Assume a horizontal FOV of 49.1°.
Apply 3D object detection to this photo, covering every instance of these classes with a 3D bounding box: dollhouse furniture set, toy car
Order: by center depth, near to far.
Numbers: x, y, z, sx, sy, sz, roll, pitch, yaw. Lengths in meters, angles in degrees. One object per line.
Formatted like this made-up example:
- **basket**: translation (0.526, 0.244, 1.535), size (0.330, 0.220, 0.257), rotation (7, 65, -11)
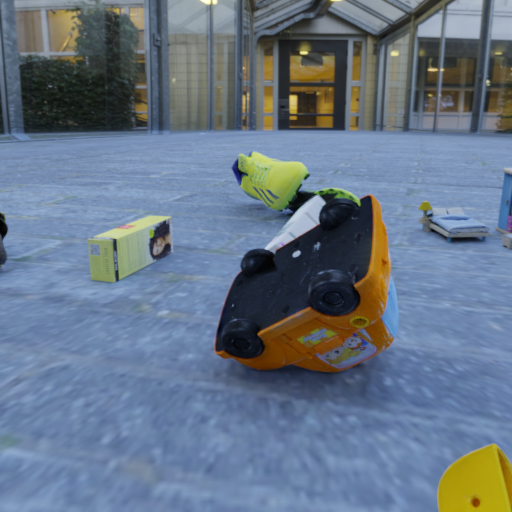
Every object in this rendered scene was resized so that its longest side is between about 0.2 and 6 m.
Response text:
- **toy car**: translation (0.726, 1.133, 4.171), size (1.359, 2.003, 4.084), rotation (40, 21, -24)
- **dollhouse furniture set**: translation (4.106, -0.893, 10.182), size (1.876, 1.224, 1.771), rotation (-1, 15, -3)

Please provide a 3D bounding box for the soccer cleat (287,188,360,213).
- **soccer cleat**: translation (1.499, -1.164, 12.257), size (1.775, 0.574, 0.742), rotation (6, -2, 31)

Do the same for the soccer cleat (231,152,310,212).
- **soccer cleat**: translation (0.168, -1.744, 12.307), size (1.347, 1.041, 3.221), rotation (37, -3, -16)

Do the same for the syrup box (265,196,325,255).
- **syrup box**: translation (0.568, -0.255, 7.321), size (1.109, 0.452, 0.437), rotation (-47, 6, -36)

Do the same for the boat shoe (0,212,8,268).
- **boat shoe**: translation (-4.421, -0.374, 9.023), size (0.782, 0.925, 2.596), rotation (-4, 23, -22)

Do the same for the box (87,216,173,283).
- **box**: translation (-1.869, -0.155, 8.607), size (0.441, 0.662, 1.758), rotation (5, 17, 19)
